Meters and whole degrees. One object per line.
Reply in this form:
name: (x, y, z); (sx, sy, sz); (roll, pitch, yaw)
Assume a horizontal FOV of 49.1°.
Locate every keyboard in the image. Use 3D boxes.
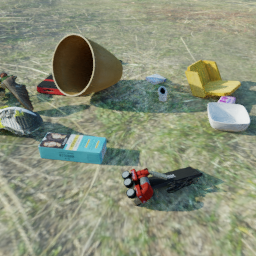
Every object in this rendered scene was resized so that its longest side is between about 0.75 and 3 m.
keyboard: (1.351, 1.715, 8.749); (2.000, 0.396, 1.041); (-12, 13, -15)

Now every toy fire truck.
toy fire truck: (0.552, 1.632, 8.260); (1.189, 0.765, 1.047); (-26, 39, 6)

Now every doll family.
doll family: (-6.629, -1.879, 13.368); (2.435, 0.955, 1.408); (-18, 43, -19)

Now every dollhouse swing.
dollhouse swing: (4.186, -2.501, 13.566); (1.737, 1.795, 1.975); (-8, 19, 48)

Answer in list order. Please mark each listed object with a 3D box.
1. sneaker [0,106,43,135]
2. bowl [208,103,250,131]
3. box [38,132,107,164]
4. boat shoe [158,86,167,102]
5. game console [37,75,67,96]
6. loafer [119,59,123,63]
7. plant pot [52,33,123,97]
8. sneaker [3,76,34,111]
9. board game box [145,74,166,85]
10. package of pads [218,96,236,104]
sneaker: (-4.458, -0.480, 10.953); (2.856, 1.063, 1.208); (4, 25, 20)
bowl: (4.054, -0.395, 11.473); (1.579, 0.590, 1.581); (4, 34, 6)
box: (-1.928, 0.695, 9.918); (2.205, 0.542, 0.907); (5, 35, 7)
boat shoe: (1.669, -1.776, 13.599); (0.477, 0.454, 1.325); (6, 35, 9)
game console: (-3.404, -2.240, 14.465); (2.179, 0.338, 1.927); (7, 31, 10)
loafer: (-0.811, -4.061, 17.021); (1.017, 0.354, 0.383); (-13, 36, -18)
plant pot: (-1.634, -2.893, 13.480); (2.723, 2.723, 2.922); (25, 20, 32)
sneaker: (-4.618, -1.539, 12.201); (0.688, 0.641, 1.820); (-42, 90, -19)
board game box: (1.485, -2.633, 15.099); (0.786, 0.171, 0.790); (-21, 40, -27)
package of pads: (4.382, -1.068, 12.612); (0.640, 0.402, 1.062); (19, 39, 25)
